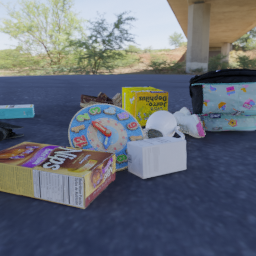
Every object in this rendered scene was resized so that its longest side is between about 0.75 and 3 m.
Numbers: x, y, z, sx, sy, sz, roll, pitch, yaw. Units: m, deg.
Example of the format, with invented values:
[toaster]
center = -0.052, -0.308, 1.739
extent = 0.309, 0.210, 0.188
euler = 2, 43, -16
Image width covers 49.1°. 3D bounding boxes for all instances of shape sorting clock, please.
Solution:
[shape sorting clock]
center = -0.507, 0.171, 6.993
extent = 1.935, 1.935, 0.380
euler = -4, -29, -16

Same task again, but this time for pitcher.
[pitcher]
center = 1.165, 0.066, 8.717
extent = 1.351, 0.955, 1.575
euler = 8, 25, 19

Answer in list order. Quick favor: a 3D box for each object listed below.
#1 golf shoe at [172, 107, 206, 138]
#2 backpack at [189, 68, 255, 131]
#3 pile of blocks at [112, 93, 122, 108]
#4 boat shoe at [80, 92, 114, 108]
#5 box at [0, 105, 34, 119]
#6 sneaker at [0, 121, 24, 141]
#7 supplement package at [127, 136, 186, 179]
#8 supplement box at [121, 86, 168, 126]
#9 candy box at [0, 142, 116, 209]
[golf shoe]
center = 1.979, -0.066, 9.805
extent = 1.026, 0.844, 2.242
euler = -21, 15, 1
[backpack]
center = 3.977, -1.080, 10.303
extent = 2.978, 2.283, 2.618
euler = -8, 11, 22
[pile of blocks]
center = 0.163, -1.539, 14.976
extent = 0.764, 1.010, 2.460
euler = 8, 16, 31
[boat shoe]
center = -1.459, -1.547, 15.325
extent = 2.343, 0.843, 0.845
euler = 2, 14, 7
[box]
center = -5.344, -0.736, 12.749
extent = 2.007, 0.493, 0.826
euler = -4, 14, -14
[sneaker]
center = -4.554, 0.109, 9.234
extent = 1.972, 0.592, 1.029
euler = 4, 14, -3
[supplement package]
center = 0.672, 0.649, 6.525
extent = 1.202, 0.729, 0.720
euler = -6, 9, -27
[supplement box]
center = 0.629, -0.998, 11.975
extent = 1.356, 1.364, 2.491
euler = -4, 15, -14
[candy box]
center = -1.623, 0.866, 5.855
extent = 2.421, 0.684, 1.413
euler = 7, 14, 19
